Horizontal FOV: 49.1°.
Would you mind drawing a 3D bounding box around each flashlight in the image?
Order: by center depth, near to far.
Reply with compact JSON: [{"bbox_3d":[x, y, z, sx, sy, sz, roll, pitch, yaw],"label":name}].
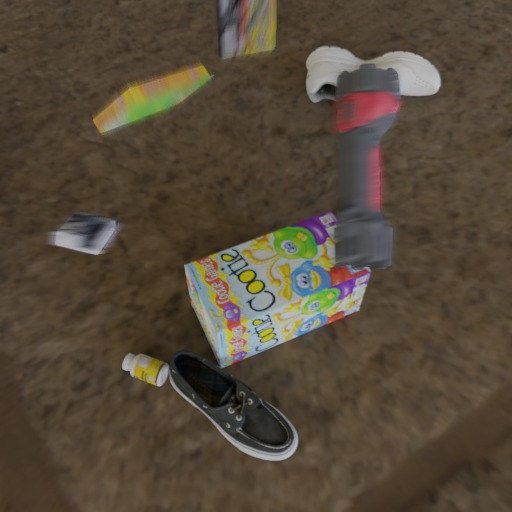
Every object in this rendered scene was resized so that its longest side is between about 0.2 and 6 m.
[{"bbox_3d":[1.502,-1.167,7.552,0.908,0.912,2.683,0,79,7],"label":"flashlight"}]

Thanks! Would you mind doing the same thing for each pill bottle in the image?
[{"bbox_3d":[-1.851,1.882,9.374,0.716,0.401,0.401,17,58,11],"label":"pill bottle"}]

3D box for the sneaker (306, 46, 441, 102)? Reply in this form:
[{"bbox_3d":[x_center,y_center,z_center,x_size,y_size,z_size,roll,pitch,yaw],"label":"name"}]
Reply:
[{"bbox_3d":[2.632,-3.922,12.945,3.126,1.165,1.361,7,65,14],"label":"sneaker"}]

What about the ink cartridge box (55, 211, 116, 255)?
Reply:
[{"bbox_3d":[-2.455,-0.396,8.226,0.607,0.239,1.220,13,20,-7],"label":"ink cartridge box"}]

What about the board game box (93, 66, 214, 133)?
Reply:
[{"bbox_3d":[-1.520,-2.462,8.661,1.997,0.954,0.299,-38,101,-50],"label":"board game box"}]

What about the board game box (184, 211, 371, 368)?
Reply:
[{"bbox_3d":[0.342,0.565,9.643,2.727,1.405,1.430,-21,59,-13],"label":"board game box"}]

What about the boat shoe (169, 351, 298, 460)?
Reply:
[{"bbox_3d":[-0.431,2.350,8.885,2.449,0.693,0.840,30,61,18],"label":"boat shoe"}]

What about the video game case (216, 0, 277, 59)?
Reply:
[{"bbox_3d":[-0.159,-4.318,10.214,1.135,1.256,0.160,-16,45,-17],"label":"video game case"}]
